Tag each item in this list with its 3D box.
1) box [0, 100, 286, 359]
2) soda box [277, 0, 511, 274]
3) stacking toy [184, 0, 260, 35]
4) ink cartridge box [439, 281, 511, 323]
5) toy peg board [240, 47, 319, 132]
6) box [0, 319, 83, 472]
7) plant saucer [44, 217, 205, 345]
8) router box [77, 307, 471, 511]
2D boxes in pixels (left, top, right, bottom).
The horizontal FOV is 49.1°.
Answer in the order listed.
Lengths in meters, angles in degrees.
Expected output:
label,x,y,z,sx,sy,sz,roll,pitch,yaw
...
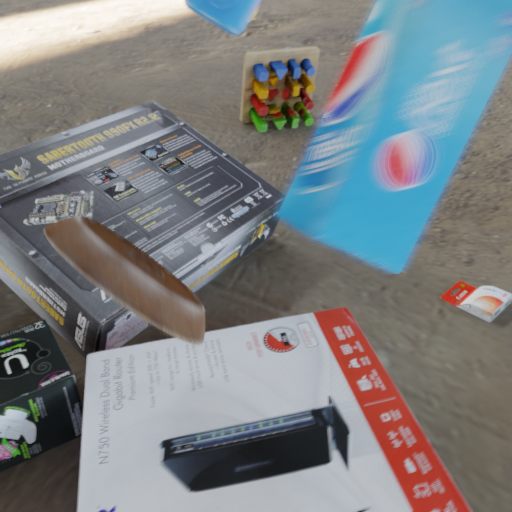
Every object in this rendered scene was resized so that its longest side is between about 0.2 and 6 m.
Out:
label,x,y,z,sx,sy,sz,roll,pitch,yaw
box,-1.870,-0.663,8.208,3.072,0.938,3.879,37,45,16
soda box,1.267,-1.327,4.772,0.933,2.751,0.883,22,7,-24
stacking toy,-0.332,-4.415,9.779,1.154,1.091,1.988,32,15,4
ink cartridge box,3.099,0.569,7.895,0.774,0.194,0.628,31,44,34
toy peg board,0.654,-3.834,13.253,1.818,1.811,0.889,-12,51,-17
box,-2.692,1.516,5.804,1.471,0.914,1.092,-19,38,-28
plant saucer,-1.052,0.157,4.897,0.287,1.667,1.667,-51,47,-1
router box,-0.005,1.963,5.010,2.961,0.806,3.300,-10,32,-9
